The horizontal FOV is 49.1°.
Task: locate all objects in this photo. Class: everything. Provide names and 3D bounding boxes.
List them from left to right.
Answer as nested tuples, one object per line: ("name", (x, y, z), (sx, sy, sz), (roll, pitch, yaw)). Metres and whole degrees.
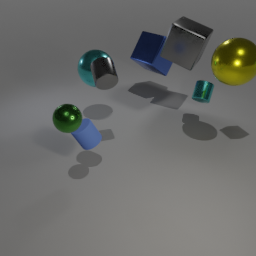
("ball", (-1.431, -0.226, 6.631), (0.700, 0.700, 0.700), (0, 31, 0))
("cylinder", (-1.261, 0.186, 8.480), (0.700, 0.700, 0.700), (-22, 34, 16))
("ball", (-1.204, -2.249, 10.602), (1.400, 1.400, 1.400), (0, 31, 0))
("cylinder", (-0.698, -1.602, 8.242), (0.700, 0.700, 0.700), (-9, 61, -15))
("cube", (1.246, -3.469, 13.102), (1.400, 1.400, 1.400), (28, 5, 37))
("cube", (2.332, -3.379, 11.136), (1.400, 1.400, 1.400), (29, 40, 11))
("cylinder", (2.881, -1.386, 10.771), (0.700, 0.700, 0.700), (17, -4, 1))
("ball", (3.188, -1.951, 8.307), (1.400, 1.400, 1.400), (0, 31, 0))
